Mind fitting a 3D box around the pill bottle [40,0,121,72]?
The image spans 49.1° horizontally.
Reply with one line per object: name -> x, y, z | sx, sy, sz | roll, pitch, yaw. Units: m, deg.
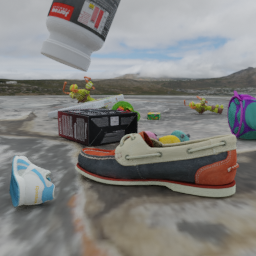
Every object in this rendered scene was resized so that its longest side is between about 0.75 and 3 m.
pill bottle -> -1.211, -3.084, 7.531 | 1.647, 2.842, 1.647 | 21, 3, -1

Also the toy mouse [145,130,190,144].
toy mouse -> 0.784, 0.221, 6.052 | 1.568, 0.303, 1.393 | 2, 8, 14

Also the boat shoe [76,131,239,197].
boat shoe -> 0.278, 0.378, 3.659 | 2.187, 0.684, 0.778 | 3, 10, 26

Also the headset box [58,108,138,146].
headset box -> -0.823, -0.095, 6.878 | 1.338, 0.694, 1.798 | -6, 9, -37

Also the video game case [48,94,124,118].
video game case -> -1.703, -0.906, 11.610 | 2.415, 0.276, 2.198 | -9, 10, 30

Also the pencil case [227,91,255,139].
pencil case -> 3.744, -0.295, 6.588 | 2.558, 1.182, 1.089 | -1, 35, 7

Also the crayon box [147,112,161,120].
crayon box -> 1.045, -0.481, 11.203 | 0.467, 0.229, 0.785 | 2, 8, 10

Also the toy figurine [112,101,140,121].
toy figurine -> -0.026, -0.332, 9.346 | 1.069, 0.803, 0.984 | 23, 18, -14

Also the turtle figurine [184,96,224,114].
turtle figurine -> 3.563, -0.983, 13.129 | 1.646, 0.657, 2.041 | 9, -7, -7

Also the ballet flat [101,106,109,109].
ballet flat -> -1.175, -0.818, 12.660 | 0.530, 0.530, 1.501 | -3, 8, -18

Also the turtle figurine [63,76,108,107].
turtle figurine -> -1.947, -1.468, 13.147 | 2.044, 0.816, 2.535 | 36, -31, -29

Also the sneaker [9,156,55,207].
sneaker -> -1.146, 0.608, 3.277 | 0.419, 0.397, 1.037 | 3, 13, -27
